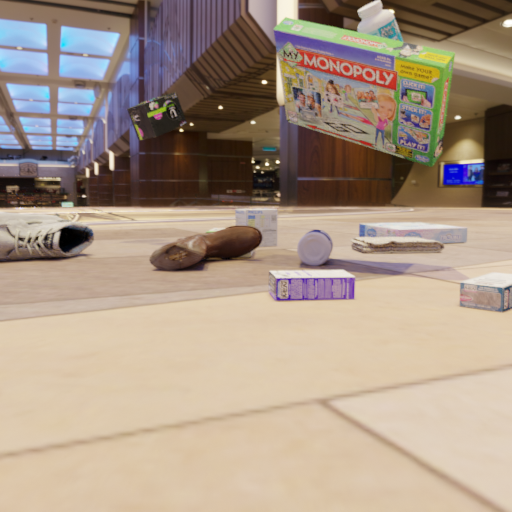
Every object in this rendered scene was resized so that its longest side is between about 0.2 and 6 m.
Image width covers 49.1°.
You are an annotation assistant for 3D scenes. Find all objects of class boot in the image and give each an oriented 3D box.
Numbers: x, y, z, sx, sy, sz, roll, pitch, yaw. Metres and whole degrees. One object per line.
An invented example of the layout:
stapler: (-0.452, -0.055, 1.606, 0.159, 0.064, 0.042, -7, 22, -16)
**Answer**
boot: (-0.849, -0.147, 10.270, 1.866, 0.643, 2.003, -12, 2, 5)
boot: (-4.447, -0.385, 10.985, 1.306, 1.005, 2.732, 7, 13, 24)

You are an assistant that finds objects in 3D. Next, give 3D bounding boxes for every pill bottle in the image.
pill bottle: (1.139, -0.178, 10.666, 0.625, 0.625, 1.125, 1, 7, 10)
pill bottle: (2.194, -3.821, 9.837, 0.653, 1.178, 0.653, -25, 23, 12)

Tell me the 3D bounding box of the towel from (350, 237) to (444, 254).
towel: (3.167, -0.266, 12.803, 1.855, 0.320, 1.229, -1, 7, -7)

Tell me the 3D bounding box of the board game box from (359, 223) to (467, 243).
board game box: (4.232, -0.628, 15.317, 2.086, 0.452, 2.076, -2, 7, -18)

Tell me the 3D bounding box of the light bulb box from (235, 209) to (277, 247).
light bulb box: (0.006, -0.701, 13.869, 0.932, 0.940, 0.587, -3, 7, -32)

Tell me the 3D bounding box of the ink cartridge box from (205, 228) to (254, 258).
ink cartridge box: (-0.541, -0.293, 11.965, 0.966, 0.557, 1.322, 0, 7, 2)

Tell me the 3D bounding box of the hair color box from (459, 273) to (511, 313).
hair color box: (2.907, 0.427, 6.765, 0.514, 0.311, 1.028, 6, 9, 43)

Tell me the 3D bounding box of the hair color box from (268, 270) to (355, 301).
hair color box: (0.700, 0.375, 7.194, 1.020, 0.331, 0.558, 1, 7, -7)

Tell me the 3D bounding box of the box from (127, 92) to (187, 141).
box: (-2.541, -3.583, 14.388, 0.734, 0.877, 1.181, 0, 27, 41)

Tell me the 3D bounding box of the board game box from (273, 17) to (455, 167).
board game box: (1.786, -2.841, 9.710, 3.029, 2.038, 0.441, 24, 62, 27)
